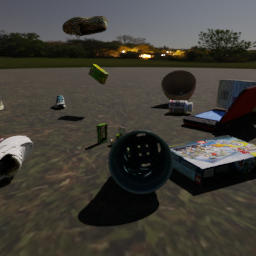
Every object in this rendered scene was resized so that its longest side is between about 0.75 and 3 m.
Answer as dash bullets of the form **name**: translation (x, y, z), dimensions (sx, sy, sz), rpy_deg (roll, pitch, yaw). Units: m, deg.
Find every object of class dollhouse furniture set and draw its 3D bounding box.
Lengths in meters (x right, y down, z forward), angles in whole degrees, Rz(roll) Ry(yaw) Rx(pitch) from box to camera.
- **dollhouse furniture set**: translation (-0.244, 0.262, 8.387), dimensions (1.515, 0.585, 0.757), rpy_deg (12, 20, 37)

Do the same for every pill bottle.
- **pill bottle**: translation (2.429, -0.978, 12.892), dimensions (1.045, 0.578, 0.578), rpy_deg (4, 16, 15)

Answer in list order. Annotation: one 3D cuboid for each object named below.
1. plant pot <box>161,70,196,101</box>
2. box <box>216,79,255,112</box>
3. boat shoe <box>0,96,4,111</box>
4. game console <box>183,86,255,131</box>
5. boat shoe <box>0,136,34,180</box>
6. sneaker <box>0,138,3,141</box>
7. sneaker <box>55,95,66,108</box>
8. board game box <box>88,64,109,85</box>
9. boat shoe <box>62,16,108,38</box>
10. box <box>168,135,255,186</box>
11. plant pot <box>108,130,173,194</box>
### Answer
- **plant pot**: translation (2.766, -2.031, 15.064), dimensions (1.807, 1.213, 1.807), rpy_deg (-8, 55, 11)
- **box**: translation (5.495, -1.455, 12.688), dimensions (2.430, 1.324, 1.553), rpy_deg (4, 10, -7)
- **boat shoe**: translation (-6.295, -1.032, 12.746), dimensions (0.821, 0.755, 2.298), rpy_deg (-2, 16, -6)
- **game console**: translation (3.834, -0.963, 10.850), dimensions (2.381, 1.640, 2.763), rpy_deg (15, 21, 43)
- **boat shoe**: translation (-2.738, 0.783, 6.357), dimensions (0.750, 0.766, 2.165), rpy_deg (14, 20, 14)
- **sneaker**: translation (-3.600, 0.470, 7.294), dimensions (1.168, 0.740, 2.076), rpy_deg (-7, 23, -4)
- **sneaker**: translation (-3.494, -1.366, 14.278), dimensions (0.528, 0.587, 1.360), rpy_deg (-5, 16, -16)
- **board game box**: translation (-1.386, -2.517, 13.089), dimensions (0.255, 0.544, 1.070), rpy_deg (0, 33, -47)
- **boat shoe**: translation (-1.633, -3.763, 10.438), dimensions (1.744, 0.639, 0.547), rpy_deg (-8, 52, 10)
- **box**: translation (2.207, 0.719, 7.009), dimensions (2.264, 0.427, 1.546), rpy_deg (-7, 17, -25)
- **plant pot**: translation (0.313, 0.600, 6.145), dimensions (1.289, 1.289, 1.262), rpy_deg (2, 8, 6)
